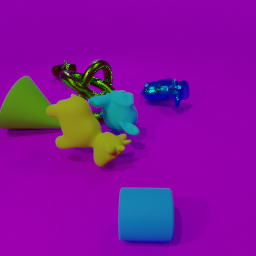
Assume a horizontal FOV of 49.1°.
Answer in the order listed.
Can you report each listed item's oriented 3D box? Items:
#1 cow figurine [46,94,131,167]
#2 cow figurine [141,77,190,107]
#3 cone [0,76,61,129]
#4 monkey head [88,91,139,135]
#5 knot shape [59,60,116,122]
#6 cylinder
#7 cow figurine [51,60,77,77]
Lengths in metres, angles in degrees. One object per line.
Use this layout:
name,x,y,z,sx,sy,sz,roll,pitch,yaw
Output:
cow figurine,-0.787,0.029,5.774,1.530,1.555,0.853,-7,18,25
cow figurine,1.082,-1.094,8.373,1.471,0.807,1.447,-5,17,12
cone,-2.199,-0.327,7.178,1.495,1.489,1.489,26,31,-4
monkey head,-0.360,-0.357,6.571,1.135,0.951,1.578,-10,23,-31
knot shape,-0.913,-0.967,7.673,1.783,1.668,0.824,-15,-12,-40
cylinder,0.273,1.324,4.309,0.784,0.784,0.784,0,30,3
cow figurine,-2.386,-2.130,10.343,1.123,0.616,1.105,-2,8,11
